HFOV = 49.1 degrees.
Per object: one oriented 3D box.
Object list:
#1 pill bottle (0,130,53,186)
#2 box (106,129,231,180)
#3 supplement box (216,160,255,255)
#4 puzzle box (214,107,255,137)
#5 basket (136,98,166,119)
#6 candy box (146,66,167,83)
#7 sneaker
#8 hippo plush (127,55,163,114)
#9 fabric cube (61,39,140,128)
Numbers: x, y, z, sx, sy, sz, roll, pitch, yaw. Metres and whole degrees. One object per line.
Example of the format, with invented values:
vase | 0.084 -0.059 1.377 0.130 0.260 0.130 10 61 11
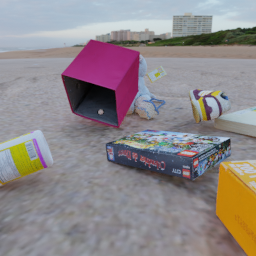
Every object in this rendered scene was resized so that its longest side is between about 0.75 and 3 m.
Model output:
pill bottle | -2.048 0.569 4.874 1.332 0.695 0.695 -20 22 -13
box | 0.777 0.441 5.714 2.107 0.397 1.439 6 16 43
supplement box | 2.554 1.001 3.420 2.424 0.891 1.527 -3 16 -8
puzzle box | 4.094 -0.235 8.348 2.650 0.337 1.763 -13 18 -36
basket | 0.743 -0.690 9.258 0.831 0.578 0.733 -43 30 -15
candy box | 1.229 -2.301 12.010 0.890 0.455 0.118 -32 -3 -26
sneaker | 2.435 -0.729 8.398 1.040 0.865 2.308 -12 17 12
hippo plush | 0.251 -1.670 10.224 2.416 1.942 1.924 -8 21 -16
fabric cube | -0.707 -1.307 8.285 1.649 1.681 1.676 17 55 14
